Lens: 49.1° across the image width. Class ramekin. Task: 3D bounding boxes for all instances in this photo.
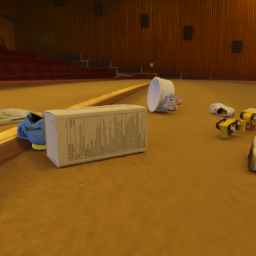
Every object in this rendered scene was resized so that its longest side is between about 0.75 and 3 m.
[{"bbox_3d":[1.761,-1.746,14.973,0.895,1.835,1.835,5,11,-17],"label":"ramekin"}]

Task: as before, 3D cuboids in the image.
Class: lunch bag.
[{"bbox_3d":[2.139,-1.319,14.034,0.689,0.860,0.325,17,7,-15],"label":"lunch bag"}]

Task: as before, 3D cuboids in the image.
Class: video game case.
[{"bbox_3d":[-5.638,-0.546,12.989,2.479,0.273,2.260,10,16,35],"label":"video game case"}]

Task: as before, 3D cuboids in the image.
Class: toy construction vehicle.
[{"bbox_3d":[4.418,-0.002,9.691,1.943,0.786,2.231,11,26,43],"label":"toy construction vehicle"}]

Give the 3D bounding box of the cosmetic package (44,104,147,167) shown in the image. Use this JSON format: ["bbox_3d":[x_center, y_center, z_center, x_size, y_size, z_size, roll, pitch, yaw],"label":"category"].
[{"bbox_3d":[-0.845,0.099,7.697,2.611,1.349,1.139,-6,12,-31],"label":"cosmetic package"}]

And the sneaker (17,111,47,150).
[{"bbox_3d":[-3.027,-0.088,9.171,0.908,1.080,2.755,-10,15,-32],"label":"sneaker"}]

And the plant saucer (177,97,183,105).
[{"bbox_3d":[2.694,-1.839,18.358,1.761,0.446,1.761,0,13,0],"label":"plant saucer"}]

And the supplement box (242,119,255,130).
[{"bbox_3d":[5.376,-0.374,11.432,1.881,0.647,0.626,-13,18,-39],"label":"supplement box"}]

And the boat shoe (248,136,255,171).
[{"bbox_3d":[3.341,0.652,7.023,0.513,0.595,1.631,15,19,20],"label":"boat shoe"}]

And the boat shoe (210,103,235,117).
[{"bbox_3d":[4.555,-0.885,13.961,0.552,0.561,1.581,-3,19,-25],"label":"boat shoe"}]

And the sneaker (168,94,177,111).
[{"bbox_3d":[2.505,-1.650,16.216,0.738,1.005,2.222,2,13,6],"label":"sneaker"}]
